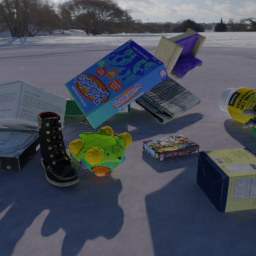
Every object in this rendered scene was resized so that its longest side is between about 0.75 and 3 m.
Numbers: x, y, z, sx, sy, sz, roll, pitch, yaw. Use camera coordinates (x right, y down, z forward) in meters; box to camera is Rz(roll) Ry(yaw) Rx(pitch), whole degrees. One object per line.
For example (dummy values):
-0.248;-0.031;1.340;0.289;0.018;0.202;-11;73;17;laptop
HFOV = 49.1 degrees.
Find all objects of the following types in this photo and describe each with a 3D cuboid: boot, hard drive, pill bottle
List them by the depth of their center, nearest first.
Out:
-1.774;0.473;6.827;0.678;1.419;1.878;-12;24;-29;boot
-3.900;0.504;7.983;2.582;0.488;1.804;3;22;7;hard drive
4.491;-0.773;10.310;1.297;1.297;2.307;-9;22;-23;pill bottle

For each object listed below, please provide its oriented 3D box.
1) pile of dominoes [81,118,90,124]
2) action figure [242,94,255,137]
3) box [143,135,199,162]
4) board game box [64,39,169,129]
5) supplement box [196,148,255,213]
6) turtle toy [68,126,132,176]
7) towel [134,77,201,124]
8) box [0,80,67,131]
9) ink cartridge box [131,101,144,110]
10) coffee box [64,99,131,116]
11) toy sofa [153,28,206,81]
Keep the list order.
-1.411;-0.360;10.876;0.684;0.140;0.877;6;21;14;pile of dominoes
4.427;0.247;7.949;0.730;1.578;2.671;-30;37;-11;action figure
1.253;0.564;8.242;1.377;0.259;0.940;-9;23;-23;box
-0.287;-0.960;5.690;1.772;0.399;1.347;-36;46;-4;board game box
2.313;1.074;6.073;1.225;0.823;1.226;-3;21;-9;supplement box
-0.799;0.604;7.152;1.838;0.929;1.340;18;33;42;turtle toy
1.330;-1.523;11.692;2.796;0.501;2.904;42;44;20;towel
-3.153;-0.567;8.607;1.741;1.138;1.732;-2;-13;33;box
0.214;-1.726;13.350;1.573;0.920;2.712;-18;28;-38;ink cartridge box
-1.425;-0.875;11.100;2.864;0.630;1.761;-3;9;-8;coffee box
2.177;-2.930;10.848;1.344;1.141;2.754;36;38;15;toy sofa
